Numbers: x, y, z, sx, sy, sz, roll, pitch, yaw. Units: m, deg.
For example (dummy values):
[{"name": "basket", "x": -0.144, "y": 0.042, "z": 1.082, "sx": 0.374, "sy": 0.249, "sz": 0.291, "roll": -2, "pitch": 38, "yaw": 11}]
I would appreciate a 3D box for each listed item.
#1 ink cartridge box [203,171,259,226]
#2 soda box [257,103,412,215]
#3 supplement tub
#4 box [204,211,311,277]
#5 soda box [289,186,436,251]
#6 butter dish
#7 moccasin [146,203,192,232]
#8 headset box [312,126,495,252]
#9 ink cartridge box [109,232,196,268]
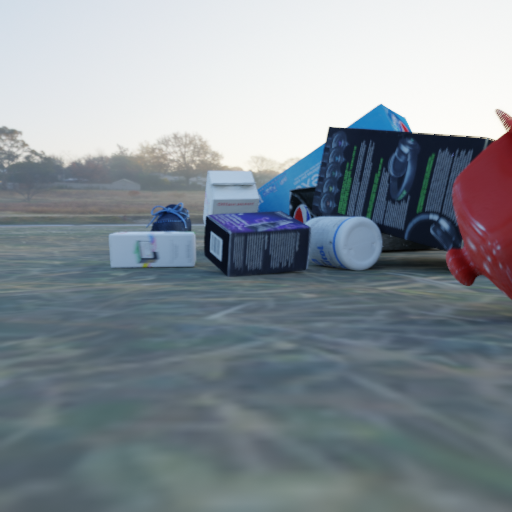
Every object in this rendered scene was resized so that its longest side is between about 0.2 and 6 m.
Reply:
[{"name": "ink cartridge box", "x": -0.536, "y": -1.062, "z": 11.737, "sx": 0.967, "sy": 1.505, "sz": 0.942, "roll": -2, "pitch": 46, "yaw": -13}, {"name": "soda box", "x": 1.661, "y": -1.613, "z": 12.107, "sx": 3.685, "sy": 1.250, "sz": 1.182, "roll": -32, "pitch": -22, "yaw": 33}, {"name": "supplement tub", "x": 1.101, "y": -0.179, "z": 7.428, "sx": 0.690, "sy": 0.690, "sz": 1.046, "roll": -2, "pitch": 3, "yaw": -25}, {"name": "box", "x": 0.008, "y": -0.164, "z": 6.785, "sx": 1.076, "sy": 0.561, "sz": 0.796, "roll": -6, "pitch": 21, "yaw": -26}, {"name": "soda box", "x": 2.343, "y": -0.700, "z": 10.913, "sx": 3.483, "sy": 1.232, "sz": 1.103, "roll": -2, "pitch": 5, "yaw": -30}, {"name": "butter dish", "x": 1.767, "y": -0.121, "z": 3.815, "sx": 0.962, "sy": 1.297, "sz": 1.301, "roll": -32, "pitch": 33, "yaw": 23}, {"name": "moccasin", "x": -2.814, "y": -1.145, "z": 18.125, "sx": 1.325, "sy": 1.123, "sz": 3.293, "roll": 0, "pitch": 4, "yaw": -3}, {"name": "headset box", "x": 2.634, "y": -0.907, "z": 7.971, "sx": 2.599, "sy": 1.385, "sz": 2.985, "roll": 4, "pitch": 12, "yaw": -34}, {"name": "ink cartridge box", "x": -1.405, "y": -0.095, "z": 7.762, "sx": 1.113, "sy": 0.467, "sz": 0.806, "roll": -1, "pitch": 4, "yaw": -4}]
